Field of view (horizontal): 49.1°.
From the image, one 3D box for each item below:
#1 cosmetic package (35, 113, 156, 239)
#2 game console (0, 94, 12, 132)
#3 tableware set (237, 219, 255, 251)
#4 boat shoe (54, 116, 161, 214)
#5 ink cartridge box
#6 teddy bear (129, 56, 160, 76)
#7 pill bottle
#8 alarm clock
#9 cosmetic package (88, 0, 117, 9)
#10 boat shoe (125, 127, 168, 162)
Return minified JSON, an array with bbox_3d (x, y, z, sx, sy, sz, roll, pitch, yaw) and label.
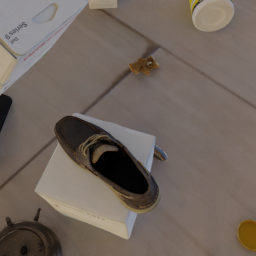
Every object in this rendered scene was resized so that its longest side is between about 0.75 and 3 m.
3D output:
[{"bbox_3d":[-0.567,1.167,6.352,1.876,2.241,1.864,17,63,11],"label":"cosmetic package"},{"bbox_3d":[-4.843,-0.018,7.631,2.389,1.581,2.716,-29,37,16],"label":"game console"},{"bbox_3d":[2.975,2.951,6.497,2.346,0.360,1.580,-17,63,-8],"label":"tableware set"},{"bbox_3d":[-0.390,0.454,4.928,2.416,0.886,0.900,35,68,19],"label":"boat shoe"},{"bbox_3d":[-2.472,-2.010,6.141,1.300,2.972,2.159,47,59,-19],"label":"ink cartridge box"},{"bbox_3d":[0.536,-2.023,9.180,0.756,0.348,1.043,44,62,12],"label":"teddy bear"},{"bbox_3d":[2.873,-4.797,10.015,1.386,1.386,2.425,-1,62,-1],"label":"pill bottle"},{"bbox_3d":[-2.257,3.127,6.205,1.616,0.798,2.396,-23,68,-12],"label":"alarm clock"},{"bbox_3d":[-0.981,-5.558,10.749,1.120,0.806,1.985,-1,63,0],"label":"cosmetic package"},{"bbox_3d":[0.353,0.580,7.694,1.516,0.548,0.549,29,70,25],"label":"boat shoe"}]
